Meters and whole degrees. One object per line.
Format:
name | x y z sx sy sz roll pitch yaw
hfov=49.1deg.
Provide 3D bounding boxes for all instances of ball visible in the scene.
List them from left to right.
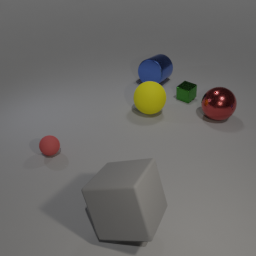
ball | -2.708 0.603 9.671 0.700 0.700 0.700 0 33 0
ball | 0.932 -1.287 11.961 1.400 1.400 1.400 0 33 0
ball | 3.762 -1.003 11.616 1.400 1.400 1.400 0 33 0

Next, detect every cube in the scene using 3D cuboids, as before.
cube | -0.020 1.695 6.764 1.400 1.400 1.400 -9 16 26
cube | 2.769 -1.707 13.251 0.700 0.700 0.700 28 52 35

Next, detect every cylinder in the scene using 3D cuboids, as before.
cylinder | 1.450 -3.044 14.679 1.400 1.400 1.400 18 32 26
